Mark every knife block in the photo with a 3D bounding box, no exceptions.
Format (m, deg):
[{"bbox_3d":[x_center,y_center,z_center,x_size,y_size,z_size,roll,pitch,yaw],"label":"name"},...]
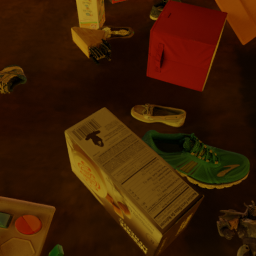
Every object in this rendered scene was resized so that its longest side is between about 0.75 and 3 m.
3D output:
[{"bbox_3d":[-1.329,-2.791,9.633,1.656,0.530,1.453,10,51,7],"label":"knife block"}]

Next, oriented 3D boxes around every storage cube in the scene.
[{"bbox_3d":[1.794,-2.563,8.675,1.865,1.773,2.074,19,54,13],"label":"storage cube"}]

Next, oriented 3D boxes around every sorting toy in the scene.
[{"bbox_3d":[-2.144,2.292,5.812,2.179,0.321,1.611,8,52,7],"label":"sorting toy"}]

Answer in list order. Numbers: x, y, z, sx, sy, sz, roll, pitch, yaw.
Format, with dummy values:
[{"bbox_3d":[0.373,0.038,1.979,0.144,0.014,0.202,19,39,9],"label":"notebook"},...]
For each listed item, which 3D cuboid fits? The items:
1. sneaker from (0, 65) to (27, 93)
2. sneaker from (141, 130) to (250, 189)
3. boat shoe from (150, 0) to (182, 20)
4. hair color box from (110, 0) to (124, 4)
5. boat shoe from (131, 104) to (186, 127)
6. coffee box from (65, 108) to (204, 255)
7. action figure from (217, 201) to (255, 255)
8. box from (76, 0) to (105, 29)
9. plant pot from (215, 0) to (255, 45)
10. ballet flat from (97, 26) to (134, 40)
[{"bbox_3d":[-3.848,-1.355,8.437,1.675,0.645,0.713,-33,67,-29],"label":"sneaker"},{"bbox_3d":[1.544,0.684,6.602,2.657,1.058,1.030,11,53,7],"label":"sneaker"},{"bbox_3d":[1.583,-4.920,11.300,1.705,0.527,0.621,-34,60,-24],"label":"boat shoe"},{"bbox_3d":[0.171,-6.457,12.314,2.614,0.836,1.450,-23,56,-15],"label":"hair color box"},{"bbox_3d":[0.839,-0.432,7.833,1.525,0.480,0.556,15,54,11],"label":"boat shoe"},{"bbox_3d":[-0.014,1.124,5.911,1.127,1.617,2.827,-34,60,-26],"label":"coffee box"},{"bbox_3d":[2.446,2.433,5.436,1.494,0.797,2.296,8,48,16],"label":"action figure"},{"bbox_3d":[-1.359,-4.474,10.318,0.774,1.527,0.859,10,51,8],"label":"box"},{"bbox_3d":[3.964,-4.447,9.167,1.932,2.760,2.760,-32,47,27],"label":"plant pot"},{"bbox_3d":[-0.486,-3.449,10.133,1.458,0.494,0.527,-1,17,-7],"label":"ballet flat"}]
